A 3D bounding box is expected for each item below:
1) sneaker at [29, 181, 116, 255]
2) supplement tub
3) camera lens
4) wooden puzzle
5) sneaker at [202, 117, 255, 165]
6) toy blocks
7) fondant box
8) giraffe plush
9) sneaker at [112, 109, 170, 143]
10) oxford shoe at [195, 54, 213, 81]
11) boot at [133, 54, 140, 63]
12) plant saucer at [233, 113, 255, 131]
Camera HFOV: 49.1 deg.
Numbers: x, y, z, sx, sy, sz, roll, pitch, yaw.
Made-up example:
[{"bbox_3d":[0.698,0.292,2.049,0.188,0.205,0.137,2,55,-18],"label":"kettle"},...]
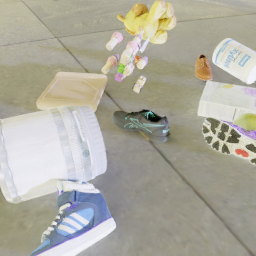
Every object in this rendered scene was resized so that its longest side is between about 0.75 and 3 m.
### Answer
[{"bbox_3d":[-1.603,2.168,6.769,2.354,0.948,1.723,-18,60,-36],"label":"sneaker"},{"bbox_3d":[3.886,-2.373,9.850,1.036,1.036,1.571,-24,51,-30],"label":"supplement tub"},{"bbox_3d":[-2.327,0.670,8.019,2.922,2.337,2.337,-14,38,-18],"label":"camera lens"},{"bbox_3d":[-2.456,-1.642,12.929,2.647,0.533,2.862,4,40,6],"label":"wooden puzzle"},{"bbox_3d":[3.903,0.424,9.747,2.747,1.108,1.146,29,32,21],"label":"sneaker"},{"bbox_3d":[0.133,-2.106,8.376,1.439,1.345,1.211,30,59,4],"label":"toy blocks"},{"bbox_3d":[4.510,-1.059,11.791,2.740,0.798,1.977,13,38,16],"label":"fondant box"},{"bbox_3d":[0.714,-4.853,12.828,2.392,2.064,1.940,-47,57,-1],"label":"giraffe plush"},{"bbox_3d":[0.489,-0.334,10.632,2.509,0.994,0.946,19,41,27],"label":"sneaker"},{"bbox_3d":[3.972,-3.198,14.776,0.840,0.839,2.355,1,37,0],"label":"oxford shoe"},{"bbox_3d":[0.537,-4.095,16.490,0.475,0.332,0.885,0,41,-11],"label":"boot"},{"bbox_3d":[4.358,0.104,10.097,1.272,1.272,0.198,5,-6,7],"label":"plant saucer"}]
